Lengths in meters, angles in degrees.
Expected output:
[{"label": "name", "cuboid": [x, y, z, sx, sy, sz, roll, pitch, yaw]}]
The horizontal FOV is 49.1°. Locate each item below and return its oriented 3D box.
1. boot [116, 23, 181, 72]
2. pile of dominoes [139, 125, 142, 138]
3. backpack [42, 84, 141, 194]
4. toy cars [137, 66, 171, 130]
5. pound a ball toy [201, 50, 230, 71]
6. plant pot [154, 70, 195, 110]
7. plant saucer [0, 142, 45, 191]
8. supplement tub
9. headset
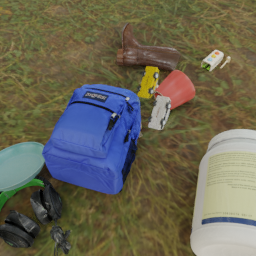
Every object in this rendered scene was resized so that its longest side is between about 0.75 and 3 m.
[{"label": "boot", "cuboid": [0.968, -3.440, 11.874, 2.598, 0.835, 2.422, 5, 64, 8]}, {"label": "pile of dominoes", "cuboid": [-0.162, 0.004, 9.564, 1.261, 0.201, 0.983, -9, 59, 1]}, {"label": "backpack", "cuboid": [-0.754, 0.019, 8.077, 2.366, 2.444, 2.912, 17, 52, 8]}, {"label": "toy cars", "cuboid": [0.770, -0.817, 7.740, 0.852, 0.421, 1.901, -31, 62, 29]}, {"label": "pound a ball toy", "cuboid": [3.674, -2.812, 11.601, 0.753, 0.491, 1.156, 35, 59, 25]}, {"label": "plant pot", "cuboid": [1.580, -1.267, 9.976, 1.083, 1.224, 1.224, -37, 59, -12]}, {"label": "plant saucer", "cuboid": [-3.287, 1.161, 8.148, 2.038, 0.366, 2.038, -10, 33, 7]}, {"label": "supplement tub", "cuboid": [2.767, 1.720, 6.857, 2.157, 2.157, 2.975, 12, 51, 10]}, {"label": "headset", "cuboid": [-2.422, 2.145, 7.033, 2.867, 1.347, 1.771, 27, 56, 34]}]
